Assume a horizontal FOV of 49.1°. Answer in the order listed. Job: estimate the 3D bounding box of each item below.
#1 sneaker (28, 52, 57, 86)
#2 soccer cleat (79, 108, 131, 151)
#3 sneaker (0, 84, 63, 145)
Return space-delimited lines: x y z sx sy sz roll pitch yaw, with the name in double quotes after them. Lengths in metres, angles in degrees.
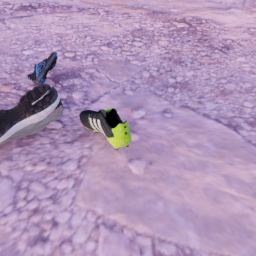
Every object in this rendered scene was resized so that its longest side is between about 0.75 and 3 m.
-2.822 -2.071 9.345 0.544 0.486 1.327 27 70 1 "sneaker"
-0.594 -0.196 7.069 0.690 0.828 2.043 -20 33 -32 "soccer cleat"
-2.853 -0.066 7.198 2.659 1.054 0.983 -27 62 -5 "sneaker"
